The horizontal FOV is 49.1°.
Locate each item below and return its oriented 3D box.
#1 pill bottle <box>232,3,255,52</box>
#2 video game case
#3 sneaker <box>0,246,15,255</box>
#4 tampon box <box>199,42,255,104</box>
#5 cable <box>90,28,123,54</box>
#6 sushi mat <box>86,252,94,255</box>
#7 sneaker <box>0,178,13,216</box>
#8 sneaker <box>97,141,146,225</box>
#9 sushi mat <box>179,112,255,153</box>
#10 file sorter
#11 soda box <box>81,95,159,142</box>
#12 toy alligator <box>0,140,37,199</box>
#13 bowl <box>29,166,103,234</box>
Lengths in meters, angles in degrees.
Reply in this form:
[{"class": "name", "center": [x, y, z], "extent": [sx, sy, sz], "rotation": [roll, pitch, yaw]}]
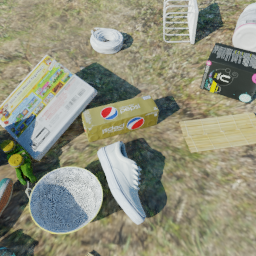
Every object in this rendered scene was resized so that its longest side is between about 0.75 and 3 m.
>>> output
[{"class": "pill bottle", "center": [5.532, -4.493, 12.454], "extent": [1.354, 1.354, 2.388], "rotation": [19, 52, 14]}, {"class": "video game case", "center": [-2.919, -0.813, 9.645], "extent": [2.705, 0.340, 2.972], "rotation": [37, 84, 26]}, {"class": "sneaker", "center": [-3.330, 3.745, 6.555], "extent": [0.942, 0.801, 2.065], "rotation": [8, 54, 2]}, {"class": "tampon box", "center": [3.942, -2.074, 10.557], "extent": [1.966, 1.473, 1.241], "rotation": [20, 56, 16]}, {"class": "cable", "center": [-0.960, -3.935, 12.686], "extent": [1.487, 0.515, 1.487], "rotation": [1, 53, -1]}, {"class": "sushi mat", "center": [-0.341, 4.124, 6.618], "extent": [2.438, 0.148, 1.166], "rotation": [27, 57, 20]}, {"class": "sneaker", "center": [-3.913, 2.204, 7.774], "extent": [0.769, 0.687, 1.925], "rotation": [13, 54, 4]}, {"class": "sneaker", "center": [-0.051, 1.417, 8.091], "extent": [0.945, 0.975, 2.671], "rotation": [-34, 55, 5]}, {"class": "sushi mat", "center": [3.302, 0.127, 9.721], "extent": [2.848, 0.172, 1.362], "rotation": [-7, 53, -5]}, {"class": "file sorter", "center": [2.383, -5.279, 13.075], "extent": [1.434, 1.598, 2.303], "rotation": [1, 52, 5]}, {"class": "soda box", "center": [-0.273, -0.336, 9.649], "extent": [2.524, 0.855, 0.808], "rotation": [-14, 53, -11]}, {"class": "toy alligator", "center": [-3.166, 1.164, 8.495], "extent": [0.600, 0.828, 2.497], "rotation": [-31, 58, -21]}, {"class": "bowl", "center": [-1.626, 2.099, 7.698], "extent": [1.928, 0.905, 1.928], "rotation": [1, 50, -1]}]
